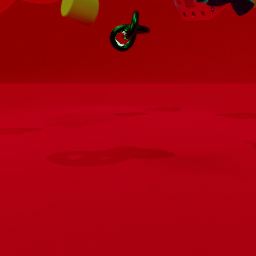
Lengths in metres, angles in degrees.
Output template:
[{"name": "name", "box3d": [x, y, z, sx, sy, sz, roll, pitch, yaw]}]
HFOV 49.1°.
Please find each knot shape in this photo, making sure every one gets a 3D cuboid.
[{"name": "knot shape", "box3d": [0.126, -3.594, 10.250, 1.608, 0.743, 1.505, -34, -7, -19]}, {"name": "knot shape", "box3d": [-1.623, -2.296, 3.433, 1.812, 1.696, 0.837, -31, 10, -8]}]

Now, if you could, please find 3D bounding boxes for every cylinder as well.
[{"name": "cylinder", "box3d": [-1.472, -3.698, 8.571, 0.862, 0.862, 0.862, 10, 2, -37]}]

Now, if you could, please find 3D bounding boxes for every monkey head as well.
[{"name": "monkey head", "box3d": [1.506, -2.079, 4.125, 0.783, 0.656, 1.089, 28, -41, -28]}]

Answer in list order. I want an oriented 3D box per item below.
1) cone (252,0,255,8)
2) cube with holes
[{"name": "cone", "box3d": [3.450, -3.676, 7.060, 0.878, 0.878, 0.881, 0, -8, 2]}, {"name": "cube with holes", "box3d": [2.153, -3.980, 8.008, 1.238, 1.238, 1.238, -40, 31, -11]}]
